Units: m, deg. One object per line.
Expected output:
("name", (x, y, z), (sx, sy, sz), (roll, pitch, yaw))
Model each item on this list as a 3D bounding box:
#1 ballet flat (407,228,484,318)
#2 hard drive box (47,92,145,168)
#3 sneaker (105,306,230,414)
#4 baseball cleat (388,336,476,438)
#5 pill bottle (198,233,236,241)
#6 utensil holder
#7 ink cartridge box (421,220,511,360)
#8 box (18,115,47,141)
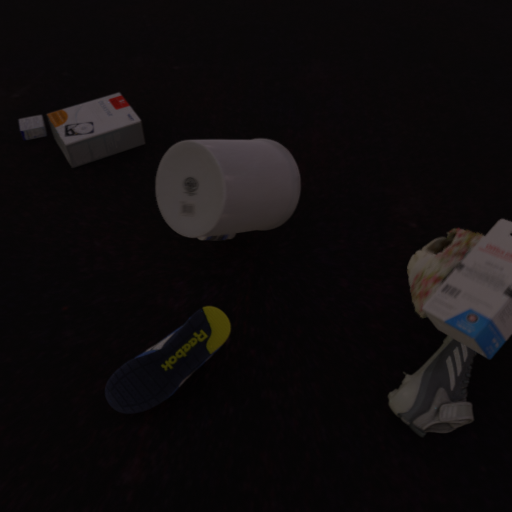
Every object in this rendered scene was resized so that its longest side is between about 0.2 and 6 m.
("ballet flat", (2.949, 0.212, 8.992), (0.876, 1.036, 2.740), (33, 32, 25))
("hard drive box", (-3.617, -2.868, 12.678), (1.749, 0.672, 1.363), (-24, 53, -21))
("sneaker", (-1.294, 1.625, 8.560), (2.144, 0.882, 0.793), (-35, 86, -9))
("baseball cleat", (2.972, 1.872, 8.406), (2.123, 0.740, 1.130), (-37, 63, -18))
("pill bottle", (-0.748, -0.494, 10.456), (0.745, 0.424, 0.424), (-1, 37, -47))
("utensil holder", (-0.474, -1.200, 9.660), (1.694, 1.694, 1.994), (36, 27, 28))
("ink cartridge box", (3.155, 0.402, 7.401), (1.686, 0.572, 0.978), (-48, 33, -4))
("box", (-5.208, -2.985, 13.050), (0.537, 0.281, 0.493), (-15, 50, -14))
